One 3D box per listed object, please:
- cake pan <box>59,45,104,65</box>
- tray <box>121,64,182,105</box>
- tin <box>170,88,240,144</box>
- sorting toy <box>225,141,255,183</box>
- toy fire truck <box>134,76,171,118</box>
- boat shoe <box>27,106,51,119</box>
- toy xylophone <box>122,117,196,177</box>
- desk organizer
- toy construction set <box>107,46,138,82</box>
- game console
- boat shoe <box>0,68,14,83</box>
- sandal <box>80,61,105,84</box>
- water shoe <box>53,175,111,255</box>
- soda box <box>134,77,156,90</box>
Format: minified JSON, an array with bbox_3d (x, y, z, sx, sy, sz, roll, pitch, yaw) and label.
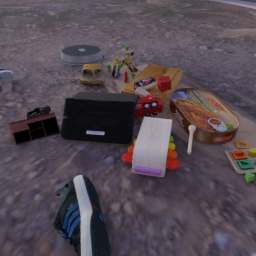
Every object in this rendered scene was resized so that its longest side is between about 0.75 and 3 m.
[{"bbox_3d":[-2.263,-3.615,13.696,2.196,0.403,2.196,0,32,0],"label":"cake pan"},{"bbox_3d":[0.966,-1.626,10.426,1.413,0.530,2.864,13,34,19],"label":"tray"},{"bbox_3d":[2.237,-0.446,8.495,1.509,0.564,2.695,-9,35,-10],"label":"tin"},{"bbox_3d":[2.986,0.749,6.900,0.960,0.232,1.706,-2,32,-3],"label":"sorting toy"},{"bbox_3d":[0.574,-0.970,8.902,1.801,0.439,1.270,-11,52,0],"label":"toy fire truck"},{"bbox_3d":[-2.797,-0.498,8.851,0.338,0.290,0.925,19,35,28],"label":"boat shoe"},{"bbox_3d":[0.863,0.377,7.189,1.608,0.552,2.197,11,34,17],"label":"toy xylophone"},{"bbox_3d":[-2.599,0.013,7.874,1.287,0.462,0.495,-17,38,-24],"label":"desk organizer"},{"bbox_3d":[-0.148,-2.696,11.523,1.255,1.157,1.505,-7,33,-11],"label":"toy construction set"},{"bbox_3d":[-0.749,-0.373,8.236,2.012,1.769,1.171,3,-12,8],"label":"game console"},{"bbox_3d":[-5.436,-2.099,11.058,1.679,0.620,0.574,-16,39,-24],"label":"boat shoe"},{"bbox_3d":[-1.450,-2.405,11.525,0.968,0.651,2.410,-2,32,-3],"label":"sandal"},{"bbox_3d":[-0.874,1.786,5.024,0.811,0.735,2.056,-30,36,6],"label":"water shoe"},{"bbox_3d":[0.568,-1.490,9.475,0.777,0.275,0.246,-23,41,-32],"label":"soda box"}]
